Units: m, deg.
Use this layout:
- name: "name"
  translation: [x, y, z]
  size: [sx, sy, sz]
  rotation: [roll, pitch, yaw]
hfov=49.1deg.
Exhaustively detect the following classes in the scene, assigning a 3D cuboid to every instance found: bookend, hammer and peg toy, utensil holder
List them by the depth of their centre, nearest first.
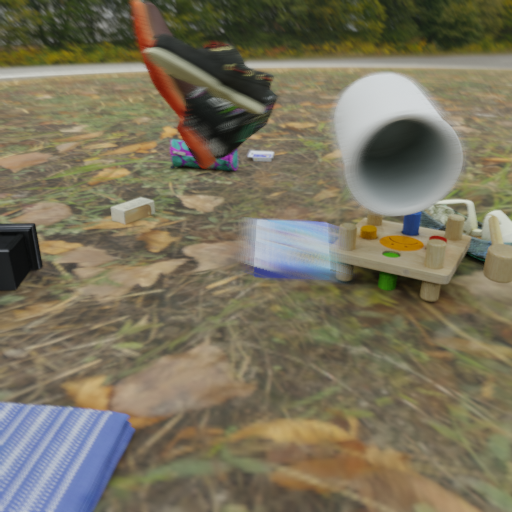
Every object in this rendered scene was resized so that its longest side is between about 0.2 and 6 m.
- name: "utensil holder"
  translation: [2.055, -1.773, 8.532]
  size: [1.602, 1.602, 1.885]
  rotation: [0, 36, 0]
- name: "bookend"
  translation: [-4.795, 0.211, 9.146]
  size: [1.899, 0.880, 1.911]
  rotation: [-1, 24, -2]
- name: "hammer and peg toy"
  translation: [2.927, -0.065, 9.617]
  size: [2.907, 1.025, 2.138]
  rotation: [13, 25, 26]

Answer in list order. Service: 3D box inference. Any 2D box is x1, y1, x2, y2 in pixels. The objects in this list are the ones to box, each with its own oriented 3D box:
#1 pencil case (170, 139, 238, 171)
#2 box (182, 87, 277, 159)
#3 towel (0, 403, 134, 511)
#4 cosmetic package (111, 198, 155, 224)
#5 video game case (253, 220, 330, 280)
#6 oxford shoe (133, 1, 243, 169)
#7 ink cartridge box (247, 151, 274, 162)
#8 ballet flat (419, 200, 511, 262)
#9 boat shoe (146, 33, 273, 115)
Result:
- name: "pencil case"
  translation: [-1.511, -2.894, 16.148]
  size: [1.967, 0.837, 0.909]
  rotation: [5, 11, 12]
- name: "box"
  translation: [-0.482, -2.634, 10.173]
  size: [1.009, 0.844, 1.358]
  rotation: [43, 61, 8]
- name: "towel"
  translation: [-2.524, 2.126, 5.734]
  size: [2.180, 0.260, 1.578]
  rotation: [3, 26, 9]
- name: "cosmetic package"
  translation: [-2.759, -1.017, 12.572]
  size: [0.475, 0.321, 0.902]
  rotation: [18, 30, 34]
- name: "video game case"
  translation: [0.415, -0.082, 6.507]
  size: [0.859, 0.195, 0.779]
  rotation: [2, 47, 1]
- name: "oxford shoe"
  translation: [-1.389, -3.606, 11.473]
  size: [1.257, 3.465, 1.233]
  rotation: [-29, 17, -9]
- name: "ink cartridge box"
  translation: [0.139, -3.099, 17.441]
  size: [0.748, 0.176, 0.739]
  rotation: [2, 26, 8]
- name: "ballet flat"
  translation: [4.169, -0.508, 10.661]
  size: [1.056, 1.056, 2.845]
  rotation: [-20, 31, -38]
- name: "boat shoe"
  translation: [-0.656, -2.900, 8.627]
  size: [0.889, 0.762, 2.431]
  rotation: [27, 12, 38]
